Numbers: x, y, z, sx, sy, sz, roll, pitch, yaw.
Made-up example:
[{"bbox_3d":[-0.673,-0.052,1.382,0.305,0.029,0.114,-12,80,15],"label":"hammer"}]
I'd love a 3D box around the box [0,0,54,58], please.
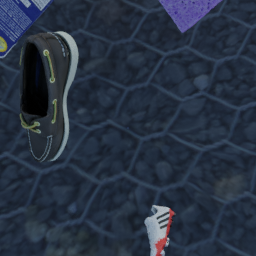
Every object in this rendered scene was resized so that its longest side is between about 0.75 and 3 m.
[{"bbox_3d":[-2.775,-3.243,6.472,1.792,0.479,2.959,46,63,-35],"label":"box"}]

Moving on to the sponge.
[{"bbox_3d":[1.078,-3.843,6.753,0.406,1.517,2.720,-43,99,-30],"label":"sponge"}]

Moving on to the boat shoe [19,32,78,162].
[{"bbox_3d":[-1.719,-0.448,5.504,1.011,0.854,2.835,28,120,24],"label":"boat shoe"}]

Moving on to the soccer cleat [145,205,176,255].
[{"bbox_3d":[0.580,2.158,5.807,0.589,0.475,1.383,18,35,12],"label":"soccer cleat"}]
